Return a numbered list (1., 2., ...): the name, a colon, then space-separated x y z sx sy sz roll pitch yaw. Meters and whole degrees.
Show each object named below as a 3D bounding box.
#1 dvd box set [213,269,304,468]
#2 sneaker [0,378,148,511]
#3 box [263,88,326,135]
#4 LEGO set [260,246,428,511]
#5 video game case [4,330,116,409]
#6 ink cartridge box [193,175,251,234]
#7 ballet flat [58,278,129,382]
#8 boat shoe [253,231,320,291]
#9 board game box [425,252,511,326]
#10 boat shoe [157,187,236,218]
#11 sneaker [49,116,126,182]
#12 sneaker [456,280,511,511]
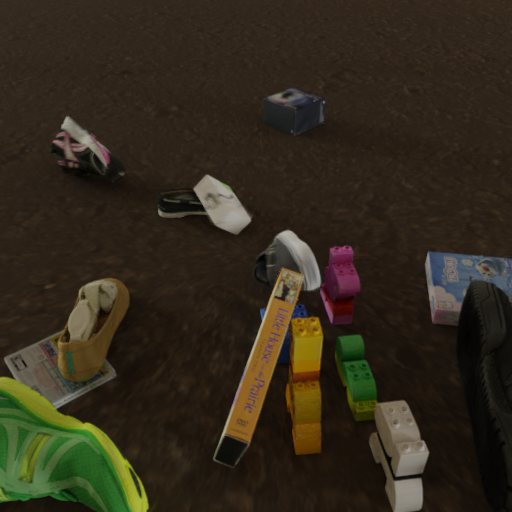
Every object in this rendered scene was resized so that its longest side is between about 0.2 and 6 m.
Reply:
1. dvd box set: 0.023 1.411 6.952 0.315 1.566 2.140 20 59 2
2. sneaker: -2.467 2.492 6.604 2.920 1.082 1.220 16 48 30
3. box: 1.055 -4.021 15.508 1.237 0.769 1.247 -31 46 -33
4. LEGO set: 0.963 1.214 7.648 1.542 1.659 4.044 -5 37 -6
5. video game case: -2.922 1.656 8.331 1.186 0.144 1.302 -26 44 -31
6. ink cartridge box: -0.673 -1.014 11.169 0.768 0.444 1.056 21 30 -53
7. ballet flat: -2.497 0.878 8.722 0.840 0.771 2.446 -6 32 0
8. boat shoe: 0.370 0.194 9.019 0.855 0.902 2.581 -18 10 -3
9. board game box: 3.813 0.589 9.591 1.636 0.357 1.644 5 37 8
10. boat shoe: -1.233 -1.204 11.884 1.725 0.520 0.652 -12 38 -16
11. sneaker: -3.960 -2.215 12.967 1.101 1.025 2.551 -51 48 1
12. sneaker: 3.903 2.023 7.003 2.186 1.259 4.191 5 41 7
